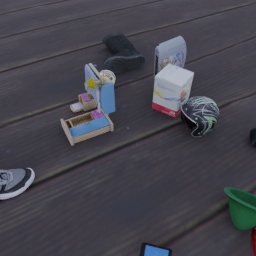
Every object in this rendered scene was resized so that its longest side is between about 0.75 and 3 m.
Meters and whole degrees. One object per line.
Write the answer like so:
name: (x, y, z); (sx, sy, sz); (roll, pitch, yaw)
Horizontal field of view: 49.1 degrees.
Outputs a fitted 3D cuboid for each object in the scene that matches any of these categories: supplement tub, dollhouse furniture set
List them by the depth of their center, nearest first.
dollhouse furniture set: (-1.825, -1.207, 10.700); (1.782, 2.730, 2.578); (-20, 48, -19)
supplement tub: (-1.080, -2.016, 12.824); (0.842, 0.842, 1.161); (7, 45, 7)

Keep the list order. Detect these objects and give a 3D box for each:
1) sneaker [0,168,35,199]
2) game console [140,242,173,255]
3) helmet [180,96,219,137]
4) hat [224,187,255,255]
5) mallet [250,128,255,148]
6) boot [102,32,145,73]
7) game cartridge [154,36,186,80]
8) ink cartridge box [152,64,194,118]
sneaker: (-4.355, 1.579, 8.812); (2.565, 1.460, 0.968); (-15, 47, -14)
game console: (0.702, 3.595, 7.486); (0.858, 0.509, 0.739); (10, 46, 10)
helmet: (2.794, -0.539, 10.934); (1.508, 1.437, 1.508); (0, 45, 0)
hat: (3.365, 2.908, 8.391); (1.574, 1.672, 1.900); (21, 8, 13)
mallet: (5.801, 0.481, 10.712); (2.285, 0.470, 0.753); (7, 41, -1)
boot: (-0.697, -4.113, 14.823); (2.281, 0.908, 2.768); (-11, 50, -26)
game cartridge: (1.894, -3.015, 12.596); (1.473, 2.213, 0.460); (-21, 60, -9)
ink cartridge box: (1.865, -1.588, 11.802); (1.217, 1.683, 1.223); (26, 51, 23)
